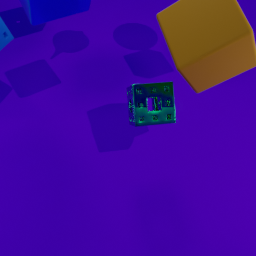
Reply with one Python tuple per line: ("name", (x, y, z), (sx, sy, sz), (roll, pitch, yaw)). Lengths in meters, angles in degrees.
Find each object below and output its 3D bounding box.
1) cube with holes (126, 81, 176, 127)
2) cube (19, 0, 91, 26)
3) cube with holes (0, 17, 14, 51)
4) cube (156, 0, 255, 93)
("cube with holes", (0.395, -0.426, 5.068), (0.708, 0.708, 0.708), (-5, 94, -8))
("cube", (-1.283, -2.570, 4.542), (1.109, 1.109, 1.109), (-25, 83, -20))
("cube with holes", (-2.965, -1.800, 5.276), (0.887, 0.887, 0.887), (0, 46, 27))
("cube", (1.103, -1.213, 3.868), (0.950, 0.950, 0.950), (-25, 67, 21))
